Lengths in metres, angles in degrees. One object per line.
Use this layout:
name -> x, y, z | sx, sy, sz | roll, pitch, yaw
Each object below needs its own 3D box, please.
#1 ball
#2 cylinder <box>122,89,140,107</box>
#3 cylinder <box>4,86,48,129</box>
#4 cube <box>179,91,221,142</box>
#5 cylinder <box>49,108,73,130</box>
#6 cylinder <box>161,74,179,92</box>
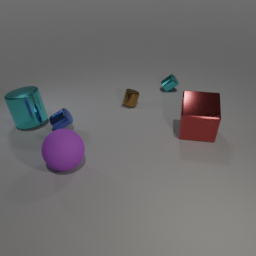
ball -> -2.139, 0.721, 9.284 | 1.400, 1.400, 1.400 | 0, 30, 0
cylinder -> 0.150, -1.465, 13.605 | 0.700, 0.700, 0.700 | 15, 22, -6
cylinder -> -4.283, -0.882, 11.836 | 1.400, 1.400, 1.400 | -9, 28, 5
cube -> 2.779, -0.455, 10.949 | 1.400, 1.400, 1.400 | 5, 51, 9
cylinder -> -2.722, -0.345, 11.439 | 0.700, 0.700, 0.700 | -30, 28, 12
cylinder -> 2.266, -2.446, 15.172 | 0.700, 0.700, 0.700 | -33, 16, 30
